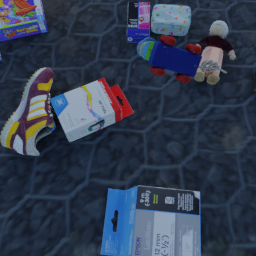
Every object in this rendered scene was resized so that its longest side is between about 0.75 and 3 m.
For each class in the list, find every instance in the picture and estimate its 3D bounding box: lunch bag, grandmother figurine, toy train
[{"bbox_3d":[1.619,-4.053,10.434,1.483,0.572,1.190,6,63,3],"label":"lunch bag"},{"bbox_3d":[3.027,-2.712,9.761,1.484,0.741,2.448,18,69,-1],"label":"grandmother figurine"},{"bbox_3d":[1.217,-1.592,6.553,1.959,0.829,1.133,8,21,-27],"label":"toy train"}]

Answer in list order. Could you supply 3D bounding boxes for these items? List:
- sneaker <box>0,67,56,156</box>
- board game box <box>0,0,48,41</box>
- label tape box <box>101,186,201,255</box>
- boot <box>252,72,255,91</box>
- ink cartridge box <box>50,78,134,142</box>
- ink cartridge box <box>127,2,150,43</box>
[{"bbox_3d":[-2.679,-0.502,8.637,1.275,1.061,2.831,21,73,1],"label":"sneaker"},{"bbox_3d":[-4.208,-4.676,10.703,1.792,0.597,2.665,-15,66,-7],"label":"board game box"},{"bbox_3d":[0.594,2.486,7.297,2.471,0.817,1.770,6,66,1],"label":"label tape box"},{"bbox_3d":[4.487,-1.628,9.455,0.392,0.382,1.038,26,66,0],"label":"boot"},{"bbox_3d":[-1.074,-0.662,8.760,2.268,0.763,1.318,-25,68,-12],"label":"ink cartridge box"},{"bbox_3d":[0.396,-4.003,10.571,0.851,0.333,1.797,2,68,1],"label":"ink cartridge box"}]
